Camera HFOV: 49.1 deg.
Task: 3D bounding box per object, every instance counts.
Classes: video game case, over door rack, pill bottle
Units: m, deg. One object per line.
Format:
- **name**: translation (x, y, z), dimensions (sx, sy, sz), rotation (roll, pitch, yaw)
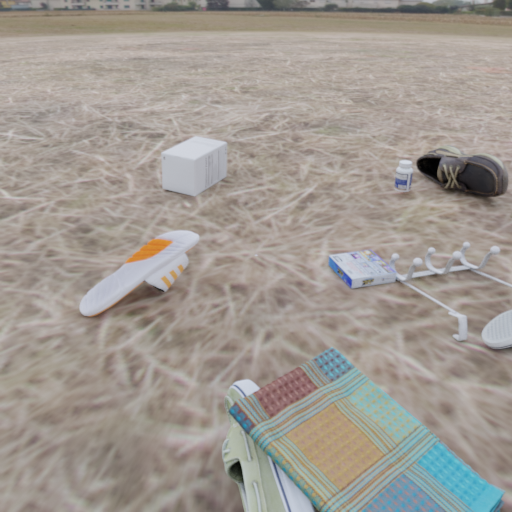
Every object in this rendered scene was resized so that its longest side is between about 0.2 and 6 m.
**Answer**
- **video game case**: translation (1.739, 0.209, 9.255), dimensions (0.800, 0.200, 0.882), rotation (-8, 28, -16)
- **over door rack**: translation (3.161, 0.360, 8.465), dimensions (1.501, 0.677, 2.032), rotation (-8, 28, -14)
- **pill bottle**: translation (3.346, -1.807, 12.685), dimensions (0.366, 0.660, 0.366), rotation (0, 27, 0)

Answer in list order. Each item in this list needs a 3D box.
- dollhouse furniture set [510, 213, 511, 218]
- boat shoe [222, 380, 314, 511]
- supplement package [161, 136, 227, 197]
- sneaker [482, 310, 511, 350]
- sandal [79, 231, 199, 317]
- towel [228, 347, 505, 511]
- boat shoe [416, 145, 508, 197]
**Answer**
- **dollhouse furniture set**: translation (5.450, -0.819, 10.305), dimensions (1.319, 0.680, 1.305), rotation (26, 18, 34)
- **boat shoe**: translation (-0.023, 1.929, 5.411), dimensions (0.588, 0.683, 1.897), rotation (-10, 31, -16)
- **supplement package**: translation (-1.413, -2.094, 12.962), dimensions (0.903, 0.892, 1.489), rotation (16, 31, 21)
- **sneaker**: translation (3.761, 0.949, 7.514), dimensions (1.463, 0.581, 0.574), rotation (-29, 25, -2)
- **sandal**: translation (-1.729, 0.357, 8.658), dimensions (2.107, 0.604, 0.807), rotation (-38, 34, -20)
- **towel**: translation (1.036, 1.846, 5.202), dimensions (1.640, 0.243, 2.236), rotation (-18, 48, -43)
- **boat shoe**: translation (4.530, -1.805, 12.573), dimensions (0.963, 0.979, 2.627), rotation (-17, 22, -11)
